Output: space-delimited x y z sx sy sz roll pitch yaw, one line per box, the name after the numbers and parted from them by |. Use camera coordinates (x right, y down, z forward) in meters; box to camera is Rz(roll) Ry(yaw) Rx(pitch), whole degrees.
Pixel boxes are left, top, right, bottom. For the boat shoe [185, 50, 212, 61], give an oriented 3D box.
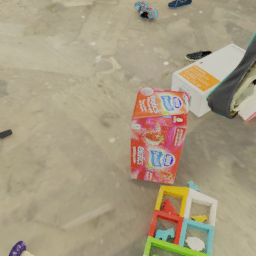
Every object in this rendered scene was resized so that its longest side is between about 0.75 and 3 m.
2.927 -3.011 11.559 1.144 0.356 0.427 -1 53 1 | boat shoe

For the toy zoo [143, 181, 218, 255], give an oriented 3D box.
1.410 2.429 7.189 1.563 0.244 2.382 13 52 11 | toy zoo

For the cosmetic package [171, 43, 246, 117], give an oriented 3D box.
3.153 -1.775 10.000 2.958 1.054 1.501 -29 52 -21 | cosmetic package

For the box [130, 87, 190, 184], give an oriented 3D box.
0.775 0.296 7.405 1.292 2.592 1.237 8 51 6 | box

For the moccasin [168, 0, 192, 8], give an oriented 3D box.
2.650 -6.522 14.342 1.369 0.467 0.551 -23 55 -18 | moccasin

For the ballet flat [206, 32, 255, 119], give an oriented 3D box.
2.982 -1.343 6.387 1.050 2.874 1.050 25 30 -15 | ballet flat

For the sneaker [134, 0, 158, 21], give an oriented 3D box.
0.749 -5.699 13.603 0.712 0.591 1.490 -35 59 -23 | sneaker

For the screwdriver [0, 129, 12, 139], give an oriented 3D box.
-4.400 0.398 8.852 1.483 0.207 0.216 -27 26 -24 | screwdriver

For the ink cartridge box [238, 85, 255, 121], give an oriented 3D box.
4.801 -1.605 8.985 2.677 1.961 1.108 -33 74 -12 | ink cartridge box

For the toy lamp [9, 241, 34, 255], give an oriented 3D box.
-1.826 3.223 6.354 1.897 0.552 0.552 21 54 16 | toy lamp
